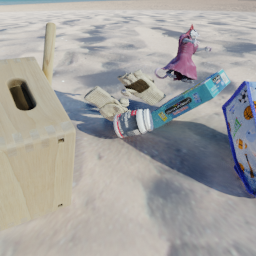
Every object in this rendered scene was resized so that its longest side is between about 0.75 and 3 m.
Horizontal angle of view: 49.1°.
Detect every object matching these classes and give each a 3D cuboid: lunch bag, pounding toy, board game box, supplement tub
[{"bbox_3d":[3.088,0.280,5.591,1.849,1.347,2.175,-2,64,-7],"label":"lunch bag"},{"bbox_3d":[-1.726,-0.150,4.819,1.774,2.297,2.496,-15,50,-27],"label":"pounding toy"},{"bbox_3d":[1.645,-0.793,7.621,1.918,0.450,1.448,-30,4,41],"label":"board game box"},{"bbox_3d":[0.135,-0.121,6.962,0.875,0.614,0.614,-12,24,17],"label":"supplement tub"}]

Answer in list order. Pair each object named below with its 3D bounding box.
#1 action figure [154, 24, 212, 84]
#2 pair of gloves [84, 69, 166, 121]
[{"bbox_3d":[1.368,-1.790,6.761,1.046,1.405,0.941,5,-9,36],"label":"action figure"},{"bbox_3d":[-0.057,-0.745,7.129,1.720,1.463,0.302,-25,50,22],"label":"pair of gloves"}]
